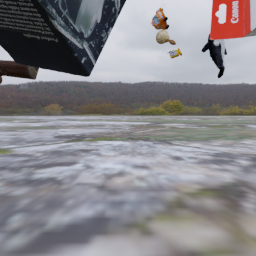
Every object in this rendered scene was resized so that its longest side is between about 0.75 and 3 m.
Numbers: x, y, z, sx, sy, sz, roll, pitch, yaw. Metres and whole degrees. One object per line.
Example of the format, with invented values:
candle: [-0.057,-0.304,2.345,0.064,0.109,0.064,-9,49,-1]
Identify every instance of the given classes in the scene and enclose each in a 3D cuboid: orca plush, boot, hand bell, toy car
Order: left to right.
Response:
boot: [-2.944,-1.370,7.198,1.482,0.476,1.381,3,-9,-1]
toy car: [1.096,-2.727,8.197,0.474,1.426,0.699,-24,-2,7]
hand bell: [1.446,-3.159,10.053,0.532,0.532,1.021,-1,29,-22]
orca plush: [2.526,-2.265,8.297,0.616,1.733,0.911,-12,-18,33]

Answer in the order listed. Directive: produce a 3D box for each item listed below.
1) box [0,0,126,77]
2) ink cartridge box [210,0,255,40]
box: [-1.244,-2.847,4.191,1.801,2.907,2.857,16,-18,20]
ink cartridge box: [3.244,-3.138,6.818,2.373,1.924,0.595,1,-28,20]
